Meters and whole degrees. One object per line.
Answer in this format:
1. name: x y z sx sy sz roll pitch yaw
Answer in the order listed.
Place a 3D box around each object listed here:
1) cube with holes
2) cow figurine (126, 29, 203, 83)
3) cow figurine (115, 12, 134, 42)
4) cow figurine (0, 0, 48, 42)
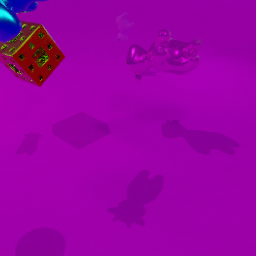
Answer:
1. cube with holes: -2.465 -1.849 6.937 1.051 1.051 1.051 22 69 35
2. cow figurine: 0.807 -1.628 6.730 1.671 1.645 0.917 12 77 -5
3. cow figurine: -0.214 -3.551 10.007 0.884 0.898 0.493 -27 19 26
4. cow figurine: -1.839 -2.000 4.053 0.776 1.414 1.392 -9 15 40
